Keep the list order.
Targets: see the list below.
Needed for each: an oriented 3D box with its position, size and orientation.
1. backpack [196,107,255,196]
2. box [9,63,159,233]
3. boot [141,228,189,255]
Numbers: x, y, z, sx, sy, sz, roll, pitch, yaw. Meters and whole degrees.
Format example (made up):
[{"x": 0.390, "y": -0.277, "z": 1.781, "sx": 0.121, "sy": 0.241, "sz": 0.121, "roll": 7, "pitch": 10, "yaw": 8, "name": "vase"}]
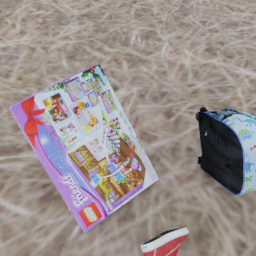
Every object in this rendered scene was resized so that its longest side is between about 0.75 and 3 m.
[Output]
[{"x": 2.230, "y": 0.416, "z": 5.573, "sx": 1.223, "sy": 1.524, "sz": 1.665, "roll": -10, "pitch": 19, "yaw": -7, "name": "backpack"}, {"x": -0.765, "y": 0.354, "z": 5.446, "sx": 1.828, "sy": 0.522, "sz": 2.671, "roll": -31, "pitch": 101, "yaw": -21, "name": "box"}, {"x": 0.773, "y": 2.285, "z": 4.956, "sx": 1.154, "sy": 0.418, "sz": 0.832, "roll": -6, "pitch": 71, "yaw": -44, "name": "boot"}]
